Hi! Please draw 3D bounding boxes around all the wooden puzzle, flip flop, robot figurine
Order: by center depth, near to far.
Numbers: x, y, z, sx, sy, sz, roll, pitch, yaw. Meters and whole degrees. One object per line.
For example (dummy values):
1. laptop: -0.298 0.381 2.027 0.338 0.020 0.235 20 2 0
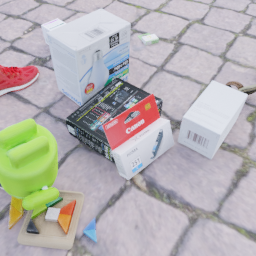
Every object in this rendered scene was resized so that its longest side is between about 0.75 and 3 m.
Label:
1. robot figurine: -2.744 0.950 7.626 1.617 2.795 2.452 -32 71 -29
2. wooden puzzle: -2.231 2.578 8.178 2.726 0.319 1.839 0 48 -1
3. flip flop: 4.334 -1.590 11.330 2.269 0.920 0.653 -13 82 -12

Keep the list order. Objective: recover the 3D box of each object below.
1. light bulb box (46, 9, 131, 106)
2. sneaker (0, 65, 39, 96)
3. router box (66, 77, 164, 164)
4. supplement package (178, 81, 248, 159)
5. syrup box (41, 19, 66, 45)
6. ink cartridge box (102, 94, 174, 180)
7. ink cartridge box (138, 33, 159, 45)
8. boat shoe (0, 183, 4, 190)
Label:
1. light bulb box: -1.446 -2.790 11.286 1.734 2.779 2.755 37 58 26
2. sneaker: -5.042 -2.329 11.722 2.630 1.519 1.030 -36 57 -27
3. router box: -0.428 -0.417 10.412 2.244 0.930 2.995 30 55 24
4. supplement package: 3.015 -0.342 10.031 1.395 1.400 2.387 29 55 24
5. syrup box: -3.045 -4.344 13.829 1.072 1.036 2.632 -36 57 -28
6. ink cartridge box: 0.433 0.262 9.127 2.247 1.980 0.502 -34 33 -26
7. ink cartridge box: 1.048 -4.781 14.770 0.771 0.254 1.060 -19 53 -16
8. boat shoe: -4.611 1.292 9.043 2.286 0.717 0.831 16 50 14
